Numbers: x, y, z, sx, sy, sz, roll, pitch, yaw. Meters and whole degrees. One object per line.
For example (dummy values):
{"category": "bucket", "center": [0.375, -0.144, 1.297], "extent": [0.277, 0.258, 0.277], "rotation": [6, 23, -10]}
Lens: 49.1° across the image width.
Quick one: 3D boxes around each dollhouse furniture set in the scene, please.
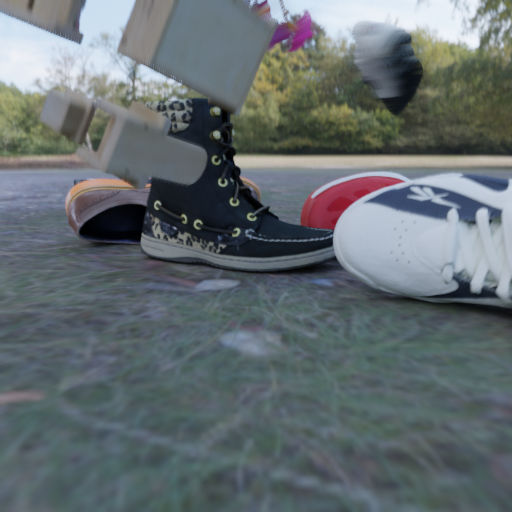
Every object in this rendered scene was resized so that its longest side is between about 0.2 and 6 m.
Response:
{"category": "dollhouse furniture set", "center": [-1.638, -2.564, 5.975], "extent": [3.245, 2.767, 1.584], "rotation": [30, 12, 27]}

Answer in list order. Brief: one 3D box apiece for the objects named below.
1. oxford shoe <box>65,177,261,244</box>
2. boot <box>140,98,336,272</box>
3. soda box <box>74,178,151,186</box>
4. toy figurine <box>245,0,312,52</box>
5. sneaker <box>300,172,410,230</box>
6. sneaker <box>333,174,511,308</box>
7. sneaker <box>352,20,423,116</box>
{"category": "oxford shoe", "center": [-1.458, -0.680, 9.650], "extent": [3.418, 1.219, 1.246], "rotation": [-8, 32, -16]}
{"category": "boot", "center": [-0.319, -0.996, 7.563], "extent": [2.969, 2.242, 1.072], "rotation": [5, 12, 25]}
{"category": "soda box", "center": [-3.286, -1.582, 14.515], "extent": [2.653, 0.840, 0.939], "rotation": [-5, 12, -25]}
{"category": "toy figurine", "center": [0.189, -2.757, 6.414], "extent": [1.034, 0.951, 0.776], "rotation": [-23, 25, 26]}
{"category": "sneaker", "center": [2.400, -0.479, 7.559], "extent": [3.326, 1.303, 1.922], "rotation": [-4, 10, -12]}
{"category": "sneaker", "center": [2.330, -0.030, 4.736], "extent": [3.408, 1.360, 2.218], "rotation": [12, 4, 11]}
{"category": "sneaker", "center": [2.300, -3.416, 10.023], "extent": [1.024, 0.857, 2.313], "rotation": [40, -1, 28]}
